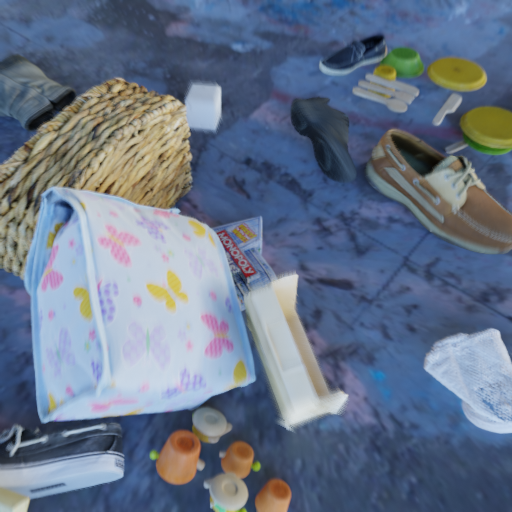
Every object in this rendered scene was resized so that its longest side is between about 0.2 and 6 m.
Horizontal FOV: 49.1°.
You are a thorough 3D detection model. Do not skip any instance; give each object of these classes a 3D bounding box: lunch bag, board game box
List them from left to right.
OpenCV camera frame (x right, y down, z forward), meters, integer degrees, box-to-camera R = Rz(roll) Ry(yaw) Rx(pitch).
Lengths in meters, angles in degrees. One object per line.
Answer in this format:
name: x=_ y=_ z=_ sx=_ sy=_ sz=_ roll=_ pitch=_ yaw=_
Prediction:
lunch bag: x=-1.729 y=0.620 z=8.071 sx=2.621 sy=1.965 sz=3.090 roll=10 pitch=58 yaw=-47
board game box: x=-0.413 y=0.075 z=10.189 sx=1.782 sy=0.550 sz=1.783 roll=-27 pitch=57 yaw=-18

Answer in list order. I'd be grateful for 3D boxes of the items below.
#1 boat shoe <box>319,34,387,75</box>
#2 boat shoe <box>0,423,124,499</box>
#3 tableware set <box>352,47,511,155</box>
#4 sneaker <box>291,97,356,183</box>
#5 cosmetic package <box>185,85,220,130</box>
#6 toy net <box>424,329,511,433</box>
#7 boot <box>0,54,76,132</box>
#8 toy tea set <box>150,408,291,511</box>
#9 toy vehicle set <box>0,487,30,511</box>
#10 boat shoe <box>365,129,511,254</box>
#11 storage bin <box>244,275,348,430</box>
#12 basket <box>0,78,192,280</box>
boat shoe: x=2.468 y=-5.130 z=14.190 sx=1.970 sy=0.613 sz=0.735 roll=-23 pitch=57 yaw=-15
boat shoe: x=-3.183 y=2.810 z=7.795 sx=2.601 sy=0.960 sz=0.888 roll=-9 pitch=55 yaw=-5
tableware set: x=4.657 y=-3.556 z=13.013 sx=4.484 sy=0.688 sz=3.021 roll=26 pitch=54 yaw=20
sneaker: x=1.621 y=-2.571 z=11.876 sx=1.039 sy=0.869 sz=2.288 roll=-19 pitch=68 yaw=-17
cosmetic package: x=-1.192 y=-3.385 z=12.716 sx=0.676 sy=0.672 sz=0.808 roll=7 pitch=44 yaw=3
toy net: x=4.683 y=2.521 z=8.171 sx=4.586 sy=0.886 sz=2.406 roll=13 pitch=56 yaw=12
boot: x=-5.718 y=-3.381 z=12.656 sx=1.937 sy=1.004 sz=2.965 roll=36 pitch=61 yaw=18
toy tea set: x=-0.503 y=3.137 z=7.890 sx=2.042 sy=0.756 sz=1.214 roll=37 pitch=31 yaw=29
toy vehicle set: x=-4.426 y=3.494 z=7.005 sx=2.891 sy=0.383 sz=1.796 roll=14 pitch=89 yaw=9
boat shoe: x=3.570 y=-1.304 z=10.751 sx=3.340 sy=1.234 sz=1.264 roll=36 pitch=54 yaw=24
storage bin: x=0.524 y=1.438 z=8.159 sx=0.844 sy=1.787 sz=1.800 roll=-18 pitch=68 yaw=-6
basket: x=-3.351 y=-1.556 z=10.051 sx=2.886 sy=2.765 sz=3.874 roll=25 pitch=56 yaw=17
